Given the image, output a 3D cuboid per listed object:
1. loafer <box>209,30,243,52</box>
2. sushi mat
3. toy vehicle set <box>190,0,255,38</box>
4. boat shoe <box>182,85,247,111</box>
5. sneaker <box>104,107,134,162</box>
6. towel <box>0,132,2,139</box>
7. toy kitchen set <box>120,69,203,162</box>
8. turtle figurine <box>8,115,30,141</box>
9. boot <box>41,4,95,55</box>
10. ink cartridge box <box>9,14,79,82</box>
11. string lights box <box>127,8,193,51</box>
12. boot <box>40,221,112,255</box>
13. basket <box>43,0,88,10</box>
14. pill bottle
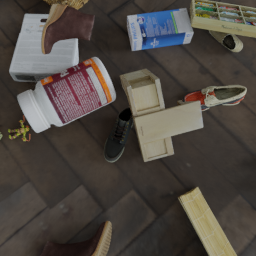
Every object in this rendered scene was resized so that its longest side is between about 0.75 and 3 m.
[{"bbox_3d":[3.557,-3.382,10.278,1.533,0.580,0.523,45,35,13],"label":"loafer"},{"bbox_3d":[2.335,2.962,7.944,0.154,1.218,2.546,-39,69,33],"label":"sushi mat"},{"bbox_3d":[3.687,-4.033,10.255,2.791,0.370,1.734,9,46,0],"label":"toy vehicle set"},{"bbox_3d":[2.893,-1.062,9.486,2.132,0.667,0.759,-6,72,-1],"label":"boat shoe"},{"bbox_3d":[-0.330,0.188,8.896,0.653,0.928,1.746,19,72,7],"label":"sneaker"},{"bbox_3d":[-5.634,0.531,9.008,2.714,0.495,2.014,18,71,6],"label":"towel"},{"bbox_3d":[1.067,-0.633,9.223,2.001,2.212,2.452,-14,111,-2],"label":"toy kitchen set"},{"bbox_3d":[-3.575,0.072,9.278,0.718,0.287,0.891,-16,83,4],"label":"turtle figurine"},{"bbox_3d":[-1.843,-2.901,8.589,1.369,0.595,1.645,16,90,-6],"label":"boot"},{"bbox_3d":[-2.889,-2.917,10.229,2.188,0.768,2.692,2,62,1],"label":"ink cartridge box"},{"bbox_3d":[1.152,-3.661,10.400,2.240,0.661,1.151,-9,71,-3],"label":"string lights box"},{"bbox_3d":[-1.528,3.413,7.874,1.736,0.755,2.087,11,53,19],"label":"boot"},{"bbox_3d":[-2.639,-5.552,11.066,2.182,1.625,1.557,35,107,11],"label":"basket"},{"bbox_3d":[-1.932,-1.029,8.979,2.760,1.576,1.576,-26,73,-10],"label":"pill bottle"}]
